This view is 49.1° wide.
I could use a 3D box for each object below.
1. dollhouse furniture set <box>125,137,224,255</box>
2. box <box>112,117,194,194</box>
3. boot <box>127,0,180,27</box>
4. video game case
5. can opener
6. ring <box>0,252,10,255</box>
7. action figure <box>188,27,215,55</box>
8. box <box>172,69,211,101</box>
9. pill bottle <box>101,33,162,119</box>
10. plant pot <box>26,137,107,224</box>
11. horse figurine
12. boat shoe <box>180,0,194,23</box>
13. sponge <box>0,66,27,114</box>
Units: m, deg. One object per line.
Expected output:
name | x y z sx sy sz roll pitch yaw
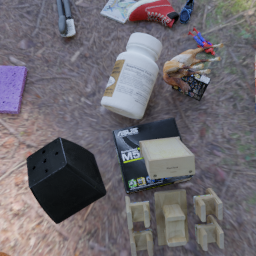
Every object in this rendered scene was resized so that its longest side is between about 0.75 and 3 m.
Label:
dollhouse furniture set | 1.119 1.834 7.788 2.407 1.825 2.747 -6 103 -2
box | 0.723 0.831 8.724 2.093 0.497 2.021 -12 71 -5
boot | 1.002 -4.276 10.767 1.860 0.673 1.342 -25 71 -14
video game case | -0.354 -4.800 11.245 1.084 0.131 1.190 25 70 10
can opener | -2.427 -4.371 10.818 0.549 0.693 2.086 -11 63 -3
ring | -3.659 4.085 7.579 1.358 0.130 1.358 0 68 0
action figure | 2.803 -3.193 10.494 0.413 0.326 1.261 -39 77 -9
box | 2.068 -1.471 9.336 1.114 1.122 0.279 28 69 12
pill bottle | 0.183 -1.624 8.809 1.391 1.391 2.432 19 85 8
plant pot | -1.545 1.090 6.494 1.417 1.260 1.420 -32 44 4
horse figurine | 1.584 -1.691 7.565 1.533 0.577 2.313 0 35 39
boat shoe | 2.304 -4.680 11.048 0.494 0.403 1.175 14 68 6
sponge | -4.158 -1.354 9.754 0.990 0.265 1.775 1 67 1
